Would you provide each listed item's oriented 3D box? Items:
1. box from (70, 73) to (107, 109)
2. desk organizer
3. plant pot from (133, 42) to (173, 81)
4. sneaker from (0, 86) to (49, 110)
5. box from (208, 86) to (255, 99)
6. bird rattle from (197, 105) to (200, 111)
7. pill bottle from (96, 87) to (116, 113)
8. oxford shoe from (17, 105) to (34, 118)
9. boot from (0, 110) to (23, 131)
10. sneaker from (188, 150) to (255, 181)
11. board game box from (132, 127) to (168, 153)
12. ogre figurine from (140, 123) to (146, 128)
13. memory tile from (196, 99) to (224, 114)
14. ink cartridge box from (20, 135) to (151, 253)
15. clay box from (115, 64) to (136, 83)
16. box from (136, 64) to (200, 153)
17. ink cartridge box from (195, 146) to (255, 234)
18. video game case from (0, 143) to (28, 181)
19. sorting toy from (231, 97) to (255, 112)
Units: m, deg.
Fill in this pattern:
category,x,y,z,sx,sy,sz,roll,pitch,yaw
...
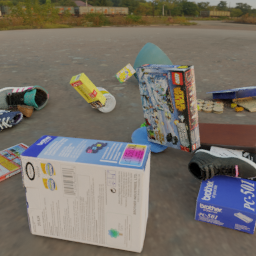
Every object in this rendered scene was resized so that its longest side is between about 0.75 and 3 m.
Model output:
category,x,y,z,sx,sy,sz,roll,pitch,yaw
box,-1.347,-1.256,9.727,0.531,1.411,0.354,-11,47,32
desk organizer,3.006,0.348,8.704,1.963,0.704,0.756,3,61,30
plant pot,1.246,-3.255,15.690,1.656,2.459,2.459,-42,36,-5
sneaker,-4.712,-1.291,12.584,2.644,1.106,1.597,-20,22,-38
box,5.353,-1.700,13.601,2.714,0.440,1.644,-8,8,-20
bird rattle,2.275,-0.391,11.312,1.268,0.876,1.555,-1,36,25
pill bottle,-1.224,-1.355,12.882,0.864,0.864,1.555,-10,27,-21
oxford shoe,-4.445,-0.713,11.994,0.539,0.538,1.511,7,2,-30
boot,-4.862,-0.216,10.572,0.918,0.739,2.032,-1,24,11
sneaker,2.229,1.032,6.779,1.687,0.596,0.836,12,32,39
board game box,0.766,0.468,9.621,1.317,0.256,1.041,18,43,18
ogre figurine,0.799,-0.084,10.713,0.515,0.421,0.859,0,10,30
memory tile,3.513,-1.058,13.086,1.820,0.153,1.395,9,27,18
ink cartridge box,-1.030,1.284,5.909,2.892,1.973,1.104,4,22,9
clay box,-0.115,-2.225,11.486,0.772,0.444,0.184,-40,5,-4
box,1.216,-0.614,8.418,1.736,2.536,0.506,15,36,43
ink cartridge box,2.618,1.422,7.251,1.290,0.607,2.745,9,27,20
video game case,-3.725,1.071,8.520,1.382,0.169,1.933,20,32,36
sorting toy,5.488,-1.052,13.043,1.713,0.229,1.276,-10,31,-19
